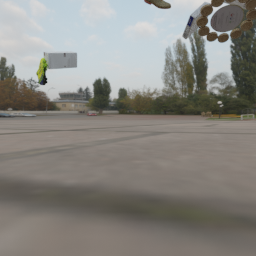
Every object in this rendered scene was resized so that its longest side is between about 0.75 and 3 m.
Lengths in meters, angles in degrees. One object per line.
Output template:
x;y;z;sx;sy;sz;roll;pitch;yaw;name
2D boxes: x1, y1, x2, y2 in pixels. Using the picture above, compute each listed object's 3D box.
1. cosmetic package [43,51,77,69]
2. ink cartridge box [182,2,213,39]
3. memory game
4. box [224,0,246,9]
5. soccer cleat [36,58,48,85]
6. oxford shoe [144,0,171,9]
-2.736;-2.768;11.399;1.295;0.659;0.480;-16;29;-39;cosmetic package
2.614;-4.078;10.461;1.221;0.248;1.219;-43;-12;-17;ink cartridge box
2.427;-2.692;6.870;1.519;0.097;1.519;-2;-31;-1;memory game
3.028;-4.266;8.932;2.020;0.418;0.391;15;40;-1;box
-3.409;-2.204;10.951;0.471;1.125;0.364;15;31;9;soccer cleat
0.860;-3.590;7.896;0.801;0.282;0.300;16;-40;-2;oxford shoe
